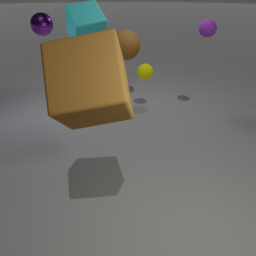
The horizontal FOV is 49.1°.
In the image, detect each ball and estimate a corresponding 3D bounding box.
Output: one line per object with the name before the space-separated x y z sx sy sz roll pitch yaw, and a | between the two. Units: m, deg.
ball | -0.107 -3.944 13.327 1.400 1.400 1.400 0 28 0
ball | -2.703 -3.249 8.780 0.700 0.700 0.700 0 28 0
ball | 3.197 -3.995 11.221 0.700 0.700 0.700 0 28 0
ball | 0.775 -2.536 12.601 0.700 0.700 0.700 0 28 0

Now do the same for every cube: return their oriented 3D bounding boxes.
cube | -1.842 -4.487 12.277 1.400 1.400 1.400 -19 65 -18
cube | -0.733 -0.864 5.520 1.400 1.400 1.400 -10 -11 4
